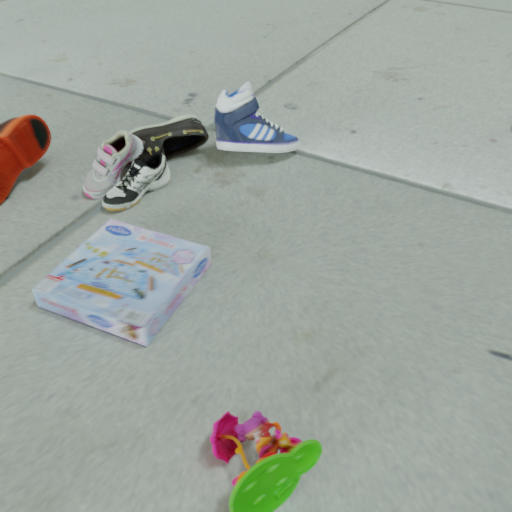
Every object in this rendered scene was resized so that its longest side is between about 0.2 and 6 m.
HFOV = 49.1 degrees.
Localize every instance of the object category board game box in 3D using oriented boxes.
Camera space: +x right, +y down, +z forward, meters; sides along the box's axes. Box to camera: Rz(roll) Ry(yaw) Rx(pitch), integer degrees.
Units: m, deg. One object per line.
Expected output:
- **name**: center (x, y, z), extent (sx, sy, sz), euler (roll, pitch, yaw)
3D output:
- **board game box**: center (-2.275, 0.357, 9.832), extent (2.225, 0.458, 2.220), euler (17, 43, 19)

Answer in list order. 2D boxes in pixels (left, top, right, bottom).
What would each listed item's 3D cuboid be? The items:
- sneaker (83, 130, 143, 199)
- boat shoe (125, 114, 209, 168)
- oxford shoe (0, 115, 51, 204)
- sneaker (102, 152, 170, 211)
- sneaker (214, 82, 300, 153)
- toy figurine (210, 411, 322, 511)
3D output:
- **sneaker**: center (-3.187, -2.044, 12.069), extent (0.704, 0.764, 1.732), euler (29, 78, 14)
- **boat shoe**: center (-2.248, -2.583, 13.017), extent (2.351, 0.838, 0.708), euler (-26, 58, -16)
- **oxford shoe**: center (-5.907, -1.814, 11.981), extent (1.234, 1.211, 3.401), euler (6, 42, 31)
- **sneaker**: center (-2.614, -1.644, 11.968), extent (0.679, 0.787, 1.795), euler (26, 48, 25)
- **sneaker**: center (0.068, -3.218, 12.982), extent (2.110, 1.545, 0.850), euler (-3, 17, -18)
- **toy figurine**: center (-0.032, 2.396, 7.078), extent (1.315, 0.987, 1.210), euler (-35, 40, -12)
